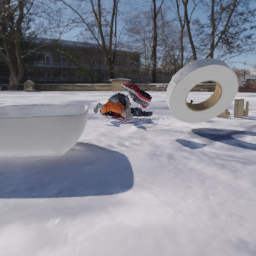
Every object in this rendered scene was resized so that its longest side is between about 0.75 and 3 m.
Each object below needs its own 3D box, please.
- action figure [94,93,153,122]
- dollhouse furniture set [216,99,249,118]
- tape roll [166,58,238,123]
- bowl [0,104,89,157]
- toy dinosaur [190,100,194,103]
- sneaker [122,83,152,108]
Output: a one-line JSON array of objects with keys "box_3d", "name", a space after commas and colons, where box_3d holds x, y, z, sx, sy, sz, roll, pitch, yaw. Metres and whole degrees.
[{"box_3d": [-0.179, -1.110, 13.528, 2.732, 1.429, 2.643, 2, 18, 7], "name": "action figure"}, {"box_3d": [5.044, -1.092, 14.601, 1.625, 0.931, 1.906, -8, 12, -41], "name": "dollhouse furniture set"}, {"box_3d": [2.725, -1.300, 10.393, 2.689, 2.689, 0.491, -2, 43, -12], "name": "tape roll"}, {"box_3d": [-2.544, 0.004, 7.518, 2.943, 1.098, 2.939, 0, 9, -5], "name": "bowl"}, {"box_3d": [2.885, -0.836, 13.755, 0.894, 0.673, 1.749, -46, 21, -30], "name": "toy dinosaur"}, {"box_3d": [0.247, -1.223, 10.265, 1.320, 0.493, 0.532, 40, 37, 24], "name": "sneaker"}]
